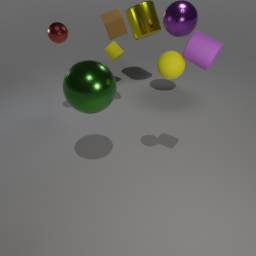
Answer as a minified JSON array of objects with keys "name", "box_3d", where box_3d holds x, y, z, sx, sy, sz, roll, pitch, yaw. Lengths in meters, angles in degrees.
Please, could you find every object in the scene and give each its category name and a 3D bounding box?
[{"name":"cylinder","box_3d":[0.748,-5.083,13.324,1.400,1.400,1.400,-19,12,4]},{"name":"cube","box_3d":[-0.493,-3.783,10.193,0.700,0.700,0.700,-21,50,3]},{"name":"cylinder","box_3d":[1.785,-1.849,6.724,0.700,0.700,0.700,33,41,13]},{"name":"cylinder","box_3d":[-0.690,-3.798,13.864,0.700,0.700,0.700,49,39,-7]},{"name":"ball","box_3d":[1.094,-1.601,7.134,0.700,0.700,0.700,0,32,0]},{"name":"ball","box_3d":[-2.405,-3.267,9.613,0.700,0.700,0.700,0,32,0]},{"name":"ball","box_3d":[-1.002,-1.072,7.374,1.400,1.400,1.400,0,32,0]},{"name":"ball","box_3d":[2.140,-4.449,11.441,1.400,1.400,1.400,0,32,0]}]
